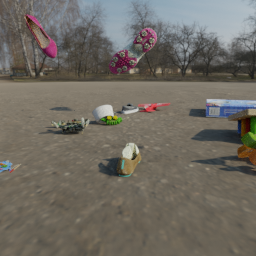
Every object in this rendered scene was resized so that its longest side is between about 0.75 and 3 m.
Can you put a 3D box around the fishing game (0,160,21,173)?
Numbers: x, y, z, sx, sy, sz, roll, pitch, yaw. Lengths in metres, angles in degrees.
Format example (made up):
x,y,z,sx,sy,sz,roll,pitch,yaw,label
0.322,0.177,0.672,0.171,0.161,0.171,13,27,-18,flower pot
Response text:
x,y,z,sx,sy,sz,roll,pitch,yaw,label
-3.066,0.888,6.609,0.937,0.146,0.671,2,15,8,fishing game

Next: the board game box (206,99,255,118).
x,y,z,sx,sy,sz,roll,pitch,yaw,label
5.474,-1.020,14.339,2.885,0.626,2.871,3,11,15,board game box

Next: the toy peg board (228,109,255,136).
x,y,z,sx,sy,sz,roll,pitch,yaw,label
4.631,0.031,9.219,2.116,1.035,2.107,2,-3,5,toy peg board

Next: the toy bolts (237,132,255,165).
x,y,z,sx,sy,sz,roll,pitch,yaw,label
3.461,0.681,6.661,1.440,0.999,1.376,-11,-28,-3,toy bolts

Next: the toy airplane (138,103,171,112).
x,y,z,sx,sy,sz,roll,pitch,yaw,label
1.352,-1.154,15.603,1.977,0.364,1.977,-5,10,1,toy airplane

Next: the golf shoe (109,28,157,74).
x,y,z,sx,sy,sz,roll,pitch,yaw,label
0.286,-3.661,13.581,2.822,1.063,1.292,-35,11,23,golf shoe

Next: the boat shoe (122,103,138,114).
x,y,z,sx,sy,sz,roll,pitch,yaw,label
0.110,-1.098,15.070,0.513,0.484,1.429,8,14,33,boat shoe

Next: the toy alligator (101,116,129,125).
x,y,z,sx,sy,sz,roll,pitch,yaw,label
-0.499,-0.278,11.685,1.247,0.370,0.338,-3,53,-16,toy alligator

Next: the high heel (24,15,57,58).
x,y,z,sx,sy,sz,roll,pitch,yaw,label
-3.859,-4.041,12.354,0.702,2.083,0.999,-28,-12,11,high heel

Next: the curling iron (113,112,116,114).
x,y,z,sx,sy,sz,roll,pitch,yaw,label
-1.072,-0.733,14.164,1.185,0.151,0.294,-10,15,-38,curling iron

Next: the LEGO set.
x,y,z,sx,sy,sz,roll,pitch,yaw,label
-2.117,-0.038,10.410,1.383,0.604,2.130,-2,-1,-17,LEGO set

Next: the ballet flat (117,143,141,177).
x,y,z,sx,sy,sz,roll,pitch,yaw,label
0.029,0.667,6.684,0.499,0.532,1.471,2,12,13,ballet flat

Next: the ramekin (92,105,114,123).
x,y,z,sx,sy,sz,roll,pitch,yaw,label
-1.031,-0.563,11.862,0.884,0.464,0.884,-18,-19,-7,ramekin
